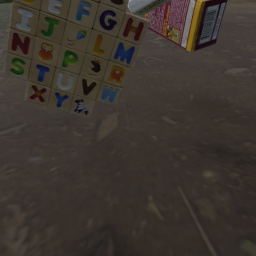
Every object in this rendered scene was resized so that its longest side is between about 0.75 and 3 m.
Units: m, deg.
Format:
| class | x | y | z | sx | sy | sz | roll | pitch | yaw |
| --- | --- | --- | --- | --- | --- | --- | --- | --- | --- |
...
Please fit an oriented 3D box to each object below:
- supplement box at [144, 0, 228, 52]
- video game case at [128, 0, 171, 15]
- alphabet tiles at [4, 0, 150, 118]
| class | x | y | z | sx | sy | sz | roll | pitch | yaw |
| --- | --- | --- | --- | --- | --- | --- | --- | --- | --- |
| supplement box | 1.728 | -3.740 | 8.995 | 1.252 | 1.588 | 2.426 | -26 | 51 | -28 |
| video game case | 1.163 | -3.164 | 6.192 | 2.271 | 0.296 | 2.495 | -24 | 16 | 15 |
| alphabet tiles | -0.843 | -1.231 | 4.332 | 1.928 | 2.317 | 0.073 | 16 | 32 | -12 |
